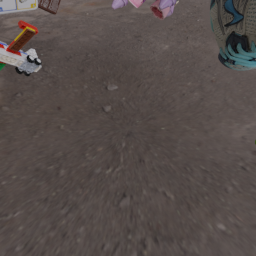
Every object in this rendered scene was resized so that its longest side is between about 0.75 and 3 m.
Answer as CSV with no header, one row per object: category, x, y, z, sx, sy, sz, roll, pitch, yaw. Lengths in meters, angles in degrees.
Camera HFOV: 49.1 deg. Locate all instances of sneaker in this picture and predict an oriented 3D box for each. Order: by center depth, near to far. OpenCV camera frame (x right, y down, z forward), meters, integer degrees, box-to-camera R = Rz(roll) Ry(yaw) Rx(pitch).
sneaker,1.496,-1.045,2.766,1.136,1.263,2.927,11,35,-2

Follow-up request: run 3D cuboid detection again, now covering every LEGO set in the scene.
LEGO set,-2.499,-1.388,4.270,2.237,2.995,0.735,-19,70,-22

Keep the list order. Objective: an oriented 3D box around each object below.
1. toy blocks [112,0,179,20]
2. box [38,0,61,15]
toy blocks,0.275,-3.341,6.678,1.764,1.958,2.096,-50,8,-4
box,-2.808,-4.254,7.785,1.056,1.412,2.819,26,14,4
